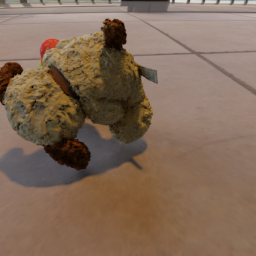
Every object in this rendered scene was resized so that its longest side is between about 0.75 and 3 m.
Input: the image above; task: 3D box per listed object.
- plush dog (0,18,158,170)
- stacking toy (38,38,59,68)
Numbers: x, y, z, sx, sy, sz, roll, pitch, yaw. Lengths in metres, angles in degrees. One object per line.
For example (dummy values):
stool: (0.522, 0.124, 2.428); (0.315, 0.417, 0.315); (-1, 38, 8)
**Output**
plush dog: (-1.077, -0.668, 5.377); (2.503, 2.338, 2.914); (-40, 81, -16)
stacking toy: (-2.095, -1.774, 7.951); (1.028, 1.028, 2.408); (-10, -8, -18)
